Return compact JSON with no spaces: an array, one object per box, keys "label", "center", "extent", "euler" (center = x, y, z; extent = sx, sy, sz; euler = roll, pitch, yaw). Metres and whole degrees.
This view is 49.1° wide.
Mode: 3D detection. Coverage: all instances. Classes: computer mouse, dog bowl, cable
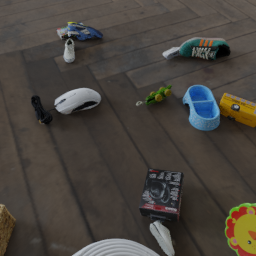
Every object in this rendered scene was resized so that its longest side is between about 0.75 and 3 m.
[{"label":"computer mouse","center":[-2.204,-0.986,10.202],"extent":[2.473,0.542,1.356],"euler":[-20,52,-15]},{"label":"dog bowl","center":[2.662,-0.802,10.097],"extent":[1.084,0.482,1.946],"euler":[-5,50,-4]},{"label":"cable","center":[-0.152,3.603,5.539],"extent":[2.876,0.996,2.876],"euler":[33,37,7]}]

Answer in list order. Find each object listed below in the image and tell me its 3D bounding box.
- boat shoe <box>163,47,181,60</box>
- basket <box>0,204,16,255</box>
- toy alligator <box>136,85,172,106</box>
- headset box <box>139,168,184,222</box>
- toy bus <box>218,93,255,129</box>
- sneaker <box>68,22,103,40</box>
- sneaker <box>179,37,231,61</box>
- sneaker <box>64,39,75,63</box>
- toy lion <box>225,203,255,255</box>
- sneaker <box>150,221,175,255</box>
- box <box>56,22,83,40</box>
[{"label":"boat shoe","center":[2.044,-3.369,12.244],"extent":[1.151,0.423,0.376],"euler":[-23,53,-23]},{"label":"basket","center":[-3.558,2.645,6.911],"extent":[0.977,1.020,1.369],"euler":[4,52,4]},{"label":"toy alligator","center":[1.023,-1.106,10.438],"extent":[1.598,0.384,0.530],"euler":[-29,29,-11]},{"label":"headset box","center":[0.943,1.886,7.751],"extent":[1.049,0.544,1.410],"euler":[4,50,16]},{"label":"toy bus","center":[4.117,-0.554,9.824],"extent":[1.817,0.591,0.711],"euler":[24,54,19]},{"label":"sneaker","center":[-2.001,-4.405,13.032],"extent":[1.683,0.692,0.622],"euler":[11,20,-13]},{"label":"sneaker","center":[3.331,-3.341,11.974],"extent":[2.229,0.796,0.891],"euler":[-9,47,-9]},{"label":"sneaker","center":[-2.586,-3.394,12.228],"extent":[0.487,0.472,1.333],"euler":[-7,51,-6]},{"label":"toy lion","center":[3.193,2.360,6.382],"extent":[0.635,1.850,1.774],"euler":[9,25,-44]},{"label":"sneaker","center":[0.955,2.819,7.218],"extent":[0.383,0.364,0.952],"euler":[-15,52,-27]},{"label":"box","center":[-2.700,-4.662,13.433],"extent":[1.289,0.224,0.709],"euler":[-24,55,-18]}]
